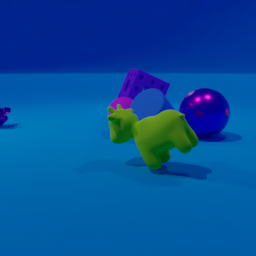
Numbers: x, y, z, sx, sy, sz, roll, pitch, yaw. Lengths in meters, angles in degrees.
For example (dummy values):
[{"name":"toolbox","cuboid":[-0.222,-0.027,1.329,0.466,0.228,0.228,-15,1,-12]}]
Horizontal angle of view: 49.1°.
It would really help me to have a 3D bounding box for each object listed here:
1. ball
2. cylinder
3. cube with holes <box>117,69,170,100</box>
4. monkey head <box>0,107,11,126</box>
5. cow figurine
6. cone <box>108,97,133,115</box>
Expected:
[{"name":"ball","cuboid":[2.069,-0.409,7.639,1.350,1.350,1.350,0,12,0]},{"name":"cylinder","cuboid":[0.702,-0.382,7.370,0.969,0.969,0.969,10,-21,37]},{"name":"cube with holes","cuboid":[0.562,-1.412,11.046,1.372,1.372,1.372,21,6,-18]},{"name":"monkey head","cuboid":[-4.246,-0.505,8.827,1.223,0.880,0.737,-12,37,-37]},{"name":"cow figurine","cuboid":[0.370,-0.002,5.213,1.503,1.479,0.825,-35,-6,34]},{"name":"cone","cuboid":[-0.202,-0.308,7.683,0.977,0.977,0.980,3,14,12]}]
